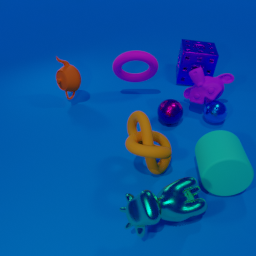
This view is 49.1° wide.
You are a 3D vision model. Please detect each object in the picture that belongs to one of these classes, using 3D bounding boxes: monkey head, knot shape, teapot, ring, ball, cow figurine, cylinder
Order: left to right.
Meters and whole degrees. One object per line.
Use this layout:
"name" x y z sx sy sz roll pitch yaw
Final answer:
"teapot" -1.998 -1.635 9.111 0.706 1.441 0.896 -23 20 -41
"ring" 0.243 -1.980 9.169 1.495 1.495 0.299 0 66 0
"knot shape" 0.435 0.287 6.655 0.744 1.610 1.507 -38 64 10
"cow figurine" 0.706 1.514 5.399 1.523 1.548 0.849 -24 64 9
"ball" 1.280 -0.493 8.504 0.780 0.780 0.780 0 36 0
"monkey head" 2.396 -1.366 8.818 1.702 1.225 1.026 -20 14 31
"ball" 2.669 -0.491 8.569 0.708 0.708 0.708 0 36 0
"cylinder" 2.157 0.788 6.421 1.094 1.094 1.094 2 33 3

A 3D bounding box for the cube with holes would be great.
"cube with holes" 2.585 -2.489 10.711 1.275 1.275 1.275 8 38 3
